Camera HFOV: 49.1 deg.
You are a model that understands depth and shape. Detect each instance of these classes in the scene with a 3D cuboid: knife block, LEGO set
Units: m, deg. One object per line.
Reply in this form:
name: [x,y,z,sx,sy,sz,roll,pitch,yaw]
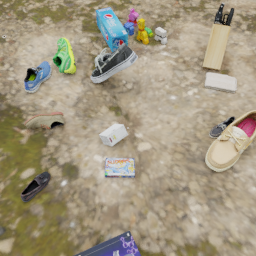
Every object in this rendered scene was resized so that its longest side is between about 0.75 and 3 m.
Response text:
knife block: [4.077,-4.145,12.517,0.799,2.192,2.496,14,53,12]
LEGO set: [0.668,-5.110,13.958,1.048,1.128,2.748,-37,60,-25]

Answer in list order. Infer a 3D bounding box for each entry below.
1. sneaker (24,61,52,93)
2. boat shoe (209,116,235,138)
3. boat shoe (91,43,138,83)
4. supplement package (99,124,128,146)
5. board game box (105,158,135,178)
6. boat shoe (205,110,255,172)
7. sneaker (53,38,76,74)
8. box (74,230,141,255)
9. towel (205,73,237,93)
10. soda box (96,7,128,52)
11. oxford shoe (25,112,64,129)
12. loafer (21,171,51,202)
sneaker: [-3.858,-2.325,11.981,0.690,0.784,1.758,13,52,10]
boat shoe: [3.521,-0.062,10.435,1.250,0.392,0.454,-29,57,-21]
boat shoe: [-0.818,-2.588,11.147,2.734,0.934,1.009,-8,42,54]
supplement package: [-0.514,0.239,9.998,0.781,0.433,0.608,-36,22,-25]
board game box: [-0.274,1.341,9.467,0.999,0.172,0.676,0,52,0]
boat shoe: [3.725,0.321,9.745,1.060,0.995,2.875,35,60,25]
sneaker: [-2.994,-3.338,12.746,0.942,0.835,2.254,-12,53,-15]
box: [-0.546,3.732,7.235,1.895,0.747,1.337,-20,52,-15]
towel: [3.991,-1.956,12.038,1.340,0.231,0.888,12,52,9]
soda box: [-0.822,-4.925,13.962,0.836,0.884,2.605,-16,53,-12]
oxford shoe: [-3.107,-0.197,10.482,1.458,0.513,0.545,-16,59,-11]
loafer: [-2.942,1.826,8.957,0.424,0.371,1.179,27,56,20]
